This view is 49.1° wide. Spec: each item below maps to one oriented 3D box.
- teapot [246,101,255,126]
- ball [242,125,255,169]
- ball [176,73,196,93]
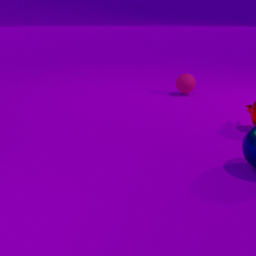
[{"bbox_3d":[3.521,-0.366,6.898,0.751,0.954,1.534,-8,21,-41],"label":"teapot"},{"bbox_3d":[2.550,0.350,5.060,0.913,0.913,0.913,0,22,0],"label":"ball"},{"bbox_3d":[2.084,-1.604,10.079,0.707,0.707,0.707,0,22,0],"label":"ball"}]
